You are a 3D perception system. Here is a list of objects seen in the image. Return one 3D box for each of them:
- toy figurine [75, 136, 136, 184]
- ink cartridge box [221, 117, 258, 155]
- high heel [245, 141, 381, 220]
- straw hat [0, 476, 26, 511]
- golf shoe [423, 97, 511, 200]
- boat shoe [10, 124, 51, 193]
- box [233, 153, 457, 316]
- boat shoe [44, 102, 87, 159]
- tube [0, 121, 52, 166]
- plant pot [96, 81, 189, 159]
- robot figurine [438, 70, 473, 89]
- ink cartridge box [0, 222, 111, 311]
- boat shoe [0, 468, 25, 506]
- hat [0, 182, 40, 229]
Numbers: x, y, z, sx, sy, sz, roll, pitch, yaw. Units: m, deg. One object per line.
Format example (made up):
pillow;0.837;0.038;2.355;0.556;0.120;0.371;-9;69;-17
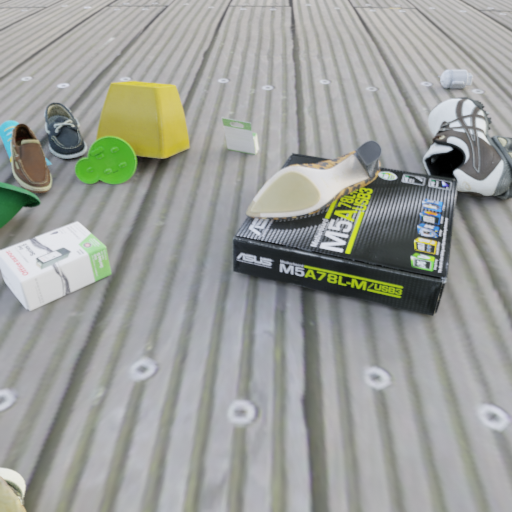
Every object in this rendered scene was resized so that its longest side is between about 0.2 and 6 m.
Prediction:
toy figurine;-2.965;-2.014;11.479;1.268;0.952;1.167;-23;21;9
ink cartridge box;-0.335;-2.606;11.966;0.686;0.943;0.226;14;57;16
high heel;0.965;-1.076;9.036;2.276;0.813;1.622;-25;-4;8
straw hat;-2.603;3.242;3.168;4.195;1.775;4.195;-8;52;10
golf shoe;3.979;-2.295;11.284;1.550;1.275;3.280;-5;35;-7
boat shoe;-4.467;-1.964;10.954;0.668;0.670;1.810;-11;48;-33
box;1.599;-0.561;9.296;3.125;0.769;3.236;14;37;14
boat shoe;-4.341;-2.820;12.521;0.795;0.634;2.102;-19;40;-25
tube;-5.025;-2.274;11.993;0.752;0.490;1.943;-27;48;-19
plant pot;-2.351;-2.908;11.722;1.541;1.359;1.541;8;21;12
robot figurine;5.506;-4.890;15.501;0.887;0.501;0.752;2;32;2
ink cartridge box;-3.063;0.124;8.513;1.346;0.565;0.979;-27;44;-32
boat shoe;-3.236;2.511;5.062;2.116;0.756;0.633;-7;31;-16
hat;-4.873;-0.169;9.094;2.295;2.020;1.901;8;-9;-3
